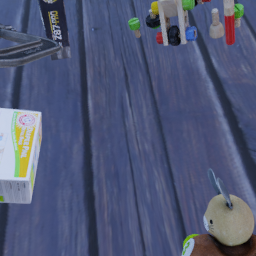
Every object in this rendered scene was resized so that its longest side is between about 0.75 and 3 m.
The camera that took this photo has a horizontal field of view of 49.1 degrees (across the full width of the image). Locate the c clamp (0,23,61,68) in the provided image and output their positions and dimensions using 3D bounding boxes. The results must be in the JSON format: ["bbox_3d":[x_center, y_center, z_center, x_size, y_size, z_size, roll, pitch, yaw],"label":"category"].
[{"bbox_3d":[-2.682,-1.648,5.298,2.553,0.405,2.989,14,25,-2],"label":"c clamp"}]

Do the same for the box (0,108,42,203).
[{"bbox_3d":[-1.470,0.339,3.635,0.550,0.611,1.085,5,48,-12],"label":"box"}]

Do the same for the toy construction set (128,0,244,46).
[{"bbox_3d":[1.346,-3.065,6.227,2.093,1.928,2.509,-43,51,-13],"label":"toy construction set"}]

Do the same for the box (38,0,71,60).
[{"bbox_3d":[-2.209,-3.633,7.873,0.674,2.212,2.744,-13,53,-12],"label":"box"}]

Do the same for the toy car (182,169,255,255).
[{"bbox_3d":[1.307,1.407,4.035,1.212,1.262,1.537,-9,93,4],"label":"toy car"}]
